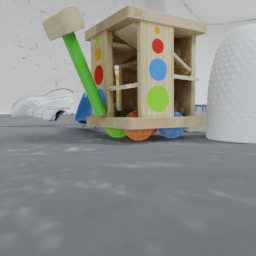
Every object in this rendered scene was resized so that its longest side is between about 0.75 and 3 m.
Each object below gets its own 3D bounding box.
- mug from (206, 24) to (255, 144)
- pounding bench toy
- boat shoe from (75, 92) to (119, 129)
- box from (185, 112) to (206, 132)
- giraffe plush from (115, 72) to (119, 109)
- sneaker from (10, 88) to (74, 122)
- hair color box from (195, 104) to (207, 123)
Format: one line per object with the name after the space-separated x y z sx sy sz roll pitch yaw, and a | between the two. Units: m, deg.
2.297 -0.721 4.848 2.047 1.794 1.511 -3 5 -41 | mug
-0.122 -0.747 4.555 2.419 1.887 1.503 -2 4 -32 | pounding bench toy
-0.795 -0.345 6.915 0.797 0.977 2.323 17 8 -19 | boat shoe
1.522 -0.154 6.554 0.377 0.460 0.970 0 2 2 | box
0.325 -1.251 9.222 1.616 1.720 1.993 -24 27 33 | giraffe plush
-2.527 -0.558 8.274 1.983 0.864 0.739 -14 -6 8 | sneaker
1.748 -0.530 10.290 2.338 0.708 1.169 -1 4 -15 | hair color box
